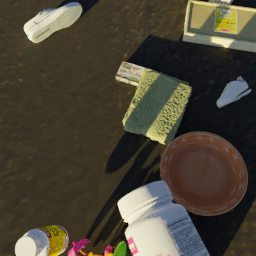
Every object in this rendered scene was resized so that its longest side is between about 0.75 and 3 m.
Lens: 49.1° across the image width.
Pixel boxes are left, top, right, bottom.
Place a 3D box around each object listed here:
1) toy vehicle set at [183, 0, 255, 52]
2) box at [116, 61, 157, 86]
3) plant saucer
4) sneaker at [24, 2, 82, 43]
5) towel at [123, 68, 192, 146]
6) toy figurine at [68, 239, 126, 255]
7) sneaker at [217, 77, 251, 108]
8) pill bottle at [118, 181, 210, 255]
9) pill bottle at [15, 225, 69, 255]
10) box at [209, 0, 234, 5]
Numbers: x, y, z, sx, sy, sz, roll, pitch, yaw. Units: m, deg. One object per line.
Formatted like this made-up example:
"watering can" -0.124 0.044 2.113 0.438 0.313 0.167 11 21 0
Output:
"toy vehicle set" 3.343 -3.556 9.705 2.709 0.359 1.683 11 64 5
"box" 0.272 -1.659 8.845 1.173 0.204 0.646 19 65 10
"plant saucer" 1.934 1.167 7.313 2.232 0.418 2.232 0 62 0
"sneaker" -2.597 -3.792 9.591 2.148 0.784 0.760 -36 73 -16
"towel" 0.880 -0.652 8.133 1.605 0.395 2.164 20 68 2
"toy figurine" -0.790 3.041 6.286 1.195 0.975 1.298 9 88 20
"sneaker" 2.995 -1.036 8.172 1.354 0.517 0.545 -30 94 -31
"pill bottle" 0.837 2.569 6.008 1.472 1.472 2.597 -22 65 -11
"pill bottle" -1.790 2.429 5.876 0.656 1.200 0.656 -3 77 14
"box" 3.824 -5.346 10.439 0.795 0.661 1.935 29 67 14
